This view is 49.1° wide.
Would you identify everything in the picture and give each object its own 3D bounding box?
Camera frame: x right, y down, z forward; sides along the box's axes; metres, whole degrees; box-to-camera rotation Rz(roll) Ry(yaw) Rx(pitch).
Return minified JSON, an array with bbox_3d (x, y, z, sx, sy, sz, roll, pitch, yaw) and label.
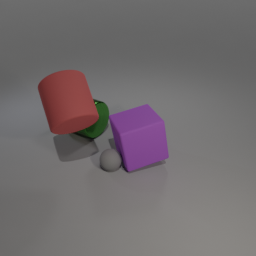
[{"bbox_3d":[-1.704,-0.711,8.013,1.400,1.400,1.400,-15,76,-23],"label":"cylinder"},{"bbox_3d":[-1.662,-0.487,10.535,1.400,1.400,1.400,20,37,30],"label":"cylinder"},{"bbox_3d":[-0.544,0.994,8.810,0.700,0.700,0.700,0,31,0],"label":"ball"},{"bbox_3d":[0.333,0.273,8.965,1.400,1.400,1.400,-18,31,-10],"label":"cube"}]
